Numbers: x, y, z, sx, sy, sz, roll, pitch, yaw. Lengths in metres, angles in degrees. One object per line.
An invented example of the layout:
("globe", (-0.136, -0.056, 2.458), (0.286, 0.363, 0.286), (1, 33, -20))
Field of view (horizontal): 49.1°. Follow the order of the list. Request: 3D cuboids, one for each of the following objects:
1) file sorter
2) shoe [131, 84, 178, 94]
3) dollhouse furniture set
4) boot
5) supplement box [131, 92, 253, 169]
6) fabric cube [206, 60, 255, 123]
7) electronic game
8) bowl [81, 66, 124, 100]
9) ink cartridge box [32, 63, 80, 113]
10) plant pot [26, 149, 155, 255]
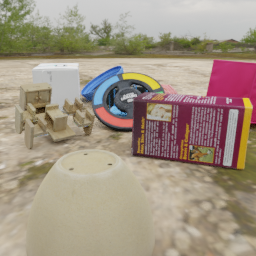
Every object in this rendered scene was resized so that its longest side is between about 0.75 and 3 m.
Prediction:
("file sorter", (0.292, -1.248, 11.980), (2.155, 1.322, 1.495), (1, 17, 6))
("shoe", (1.302, -1.887, 14.699), (1.275, 1.001, 2.803), (-8, 23, -34))
("dollhouse furniture set", (-2.691, -0.202, 9.358), (2.109, 1.599, 2.407), (-14, 45, -38))
("boot", (0.285, -1.674, 13.850), (2.798, 1.010, 2.113), (2, 16, 6))
("supplement box", (1.657, -0.024, 7.572), (2.927, 1.615, 1.253), (6, 18, 18))
("fabric cube", (4.439, -1.378, 10.666), (2.064, 2.057, 2.025), (1, 14, -32))
("electronic game", (0.027, -1.059, 10.483), (2.788, 0.580, 2.788), (-2, 55, 3))
("bowl", (-1.301, -2.377, 14.881), (2.602, 0.511, 2.602), (-28, 25, 14))
("ink cartridge box", (-3.238, -1.948, 13.129), (1.933, 1.942, 2.647), (-3, 19, -8))
("plant pot", (-0.578, 1.134, 4.362), (2.040, 1.370, 2.040), (0, 18, 0))
